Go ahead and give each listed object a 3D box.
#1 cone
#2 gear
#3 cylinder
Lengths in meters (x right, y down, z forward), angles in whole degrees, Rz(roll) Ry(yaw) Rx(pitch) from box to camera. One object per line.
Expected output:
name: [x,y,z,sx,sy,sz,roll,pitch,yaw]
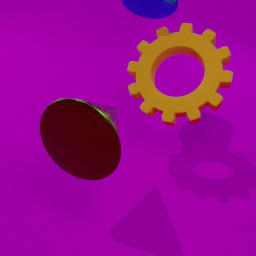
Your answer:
cone: [-0.493,-0.085,4.776,1.393,1.393,1.398,17,31,15]
gear: [0.974,-1.033,5.424,1.942,0.359,1.942,-3,78,16]
cylinder: [0.514,-2.984,5.587,1.137,1.137,1.137,9,84,8]
